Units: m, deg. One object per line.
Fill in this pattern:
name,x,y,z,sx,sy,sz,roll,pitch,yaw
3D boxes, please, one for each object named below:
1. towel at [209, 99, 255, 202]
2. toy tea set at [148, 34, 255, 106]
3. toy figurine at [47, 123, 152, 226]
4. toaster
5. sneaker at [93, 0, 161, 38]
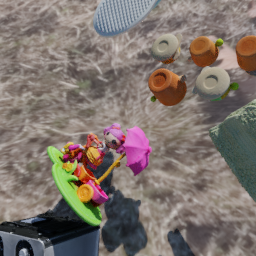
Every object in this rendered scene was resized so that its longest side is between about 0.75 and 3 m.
towel,2.816,0.547,6.190,0.370,1.504,2.027,-10,64,-47
toy tea set,1.706,-1.236,6.345,2.763,1.023,1.643,11,81,37
toy figurine,-0.348,0.462,4.411,1.414,1.154,1.537,-38,58,0
toaster,-1.414,2.085,4.839,1.516,1.676,0.995,-2,84,30
sneaker,0.221,-2.972,6.720,2.613,1.071,0.966,-44,89,-9
